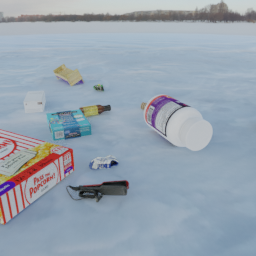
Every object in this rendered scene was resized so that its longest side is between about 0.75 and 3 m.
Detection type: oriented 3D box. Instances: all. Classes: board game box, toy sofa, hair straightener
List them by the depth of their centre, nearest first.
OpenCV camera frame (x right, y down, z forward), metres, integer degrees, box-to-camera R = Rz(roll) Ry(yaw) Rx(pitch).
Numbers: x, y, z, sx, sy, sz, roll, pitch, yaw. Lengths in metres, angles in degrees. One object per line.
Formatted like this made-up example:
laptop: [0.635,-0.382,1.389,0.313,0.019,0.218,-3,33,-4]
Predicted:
hair straightener: [-0.712,1.397,6.252,1.435,0.294,0.552,0,20,8]
board game box: [-3.210,0.941,6.880,2.991,0.693,2.266,12,26,25]
board game box: [-2.090,-0.140,9.764,1.262,0.392,1.672,-9,25,-19]
toy sofa: [-3.363,-2.895,15.837,0.821,0.967,1.982,-39,38,-18]

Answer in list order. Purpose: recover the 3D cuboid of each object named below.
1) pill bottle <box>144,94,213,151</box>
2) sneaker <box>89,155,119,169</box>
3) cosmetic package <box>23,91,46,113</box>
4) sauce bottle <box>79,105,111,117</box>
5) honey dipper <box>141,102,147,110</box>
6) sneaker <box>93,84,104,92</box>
pill bottle: [1.533,-0.179,8.761,1.259,1.259,2.261,-10,26,-23]
sneaker: [-0.624,0.933,7.411,0.812,0.306,0.358,-15,27,-30]
cosmetic package: [-3.934,-1.127,11.887,0.753,0.549,1.482,-4,26,-9]
sauce bottle: [-1.288,-0.710,11.091,1.256,0.415,0.415,-9,25,-22]
honey dipper: [1.297,-0.742,11.290,1.667,0.317,0.317,15,28,28]
sneaker: [-1.488,-2.004,14.239,0.380,0.348,0.892,-20,20,-23]
